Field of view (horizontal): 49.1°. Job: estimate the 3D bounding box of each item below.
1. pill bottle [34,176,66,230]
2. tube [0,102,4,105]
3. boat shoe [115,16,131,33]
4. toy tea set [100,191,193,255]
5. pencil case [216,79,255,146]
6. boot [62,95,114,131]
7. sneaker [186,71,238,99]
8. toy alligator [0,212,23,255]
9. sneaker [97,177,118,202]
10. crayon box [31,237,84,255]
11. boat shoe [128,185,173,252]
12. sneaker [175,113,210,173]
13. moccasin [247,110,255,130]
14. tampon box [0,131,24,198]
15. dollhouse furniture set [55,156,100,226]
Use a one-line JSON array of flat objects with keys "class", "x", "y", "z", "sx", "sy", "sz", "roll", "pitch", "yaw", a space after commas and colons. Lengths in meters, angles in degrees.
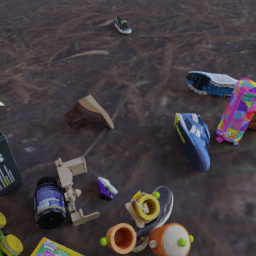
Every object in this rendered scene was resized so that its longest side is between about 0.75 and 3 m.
[{"class": "pill bottle", "x": -1.960, "y": 1.810, "z": 6.943, "sx": 0.691, "sy": 0.691, "sz": 1.235, "roll": -12, "pitch": 37, "yaw": -13}, {"class": "tube", "x": -5.731, "y": -1.284, "z": 10.436, "sx": 2.370, "sy": 0.615, "sz": 0.688, "roll": 28, "pitch": 62, "yaw": 25}, {"class": "boat shoe", "x": -0.312, "y": -5.583, "z": 15.158, "sx": 0.546, "sy": 0.492, "sz": 1.546, "roll": -20, "pitch": 46, "yaw": -20}, {"class": "toy tea set", "x": 0.182, "y": 2.504, "z": 5.554, "sx": 2.658, "sy": 0.984, "sz": 1.581, "roll": -40, "pitch": 93, "yaw": -31}, {"class": "pencil case", "x": 3.369, "y": -0.455, "z": 8.548, "sx": 0.903, "sy": 2.043, "sz": 0.903, "roll": 6, "pitch": 37, "yaw": -4}, {"class": "boot", "x": -1.303, "y": -0.250, "z": 9.280, "sx": 1.197, "sy": 1.439, "sz": 0.521, "roll": -37, "pitch": 17, "yaw": 9}, {"class": "sneaker", "x": 3.355, "y": -1.763, "z": 10.905, "sx": 2.219, "sy": 0.832, "sz": 0.961, "roll": 18, "pitch": 39, "yaw": 7}, {"class": "toy alligator", "x": -2.636, "y": 2.840, "z": 5.932, "sx": 0.964, "sy": 0.699, "sz": 2.908, "roll": -45, "pitch": 63, "yaw": -6}, {"class": "sneaker", "x": -0.651, "y": 1.644, "z": 7.442, "sx": 0.445, "sy": 0.311, "sz": 0.895, "roll": -60, "pitch": 35, "yaw": 1}, {"class": "crayon box", "x": -1.517, "y": 2.938, "z": 6.018, "sx": 1.188, "sy": 0.346, "sz": 0.705, "roll": 17, "pitch": 45, "yaw": 17}, {"class": "boat shoe", "x": 0.552, "y": 2.051, "z": 6.765, "sx": 0.691, "sy": 0.623, "sz": 1.921, "roll": 23, "pitch": 46, "yaw": 27}, {"class": "sneaker", "x": 2.112, "y": 0.322, "z": 8.507, "sx": 0.957, "sy": 0.860, "sz": 2.327, "roll": -4, "pitch": 44, "yaw": -7}, {"class": "moccasin", "x": 4.449, "y": -0.318, "z": 9.205, "sx": 2.110, "sy": 0.815, "sz": 0.772, "roll": 21, "pitch": 47, "yaw": 21}, {"class": "tampon box", "x": -4.620, "y": 1.063, "z": 6.918, "sx": 2.957, "sy": 1.867, "sz": 2.216, "roll": -34, "pitch": 52, "yaw": -31}, {"class": "dollhouse furniture set", "x": -1.292, "y": 1.470, "z": 7.219, "sx": 0.770, "sy": 0.901, "sz": 1.739, "roll": -16, "pitch": 45, "yaw": -15}]
